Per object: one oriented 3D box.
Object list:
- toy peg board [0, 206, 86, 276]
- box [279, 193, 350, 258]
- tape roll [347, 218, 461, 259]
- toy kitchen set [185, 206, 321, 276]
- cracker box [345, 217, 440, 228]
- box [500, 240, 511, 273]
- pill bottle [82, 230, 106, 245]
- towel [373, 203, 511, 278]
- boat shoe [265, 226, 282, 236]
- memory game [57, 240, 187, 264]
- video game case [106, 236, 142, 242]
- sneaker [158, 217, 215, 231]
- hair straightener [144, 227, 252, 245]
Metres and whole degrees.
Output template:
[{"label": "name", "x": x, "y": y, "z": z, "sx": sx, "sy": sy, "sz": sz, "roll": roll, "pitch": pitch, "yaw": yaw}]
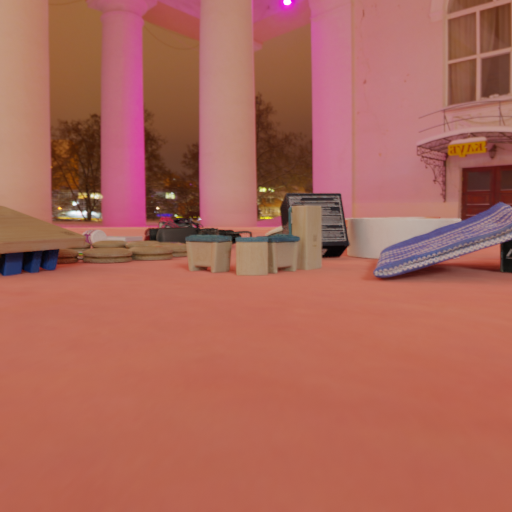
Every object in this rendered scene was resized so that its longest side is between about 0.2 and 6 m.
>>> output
[{"label": "toy peg board", "x": -3.141, "y": -0.054, "z": 6.593, "sx": 1.517, "sy": 0.745, "sz": 1.524, "roll": 19, "pitch": 12, "yaw": 23}, {"label": "box", "x": 0.909, "y": -0.474, "z": 8.887, "sx": 0.930, "sy": 0.923, "sz": 0.573, "roll": -1, "pitch": -21, "yaw": -10}, {"label": "tape roll", "x": 2.479, "y": -0.314, "z": 9.467, "sx": 1.882, "sy": 0.658, "sz": 1.882, "roll": 0, "pitch": 3, "yaw": 0}, {"label": "toy kitchen set", "x": -0.011, "y": -0.221, "z": 6.928, "sx": 1.096, "sy": 0.806, "sz": 1.368, "roll": 3, "pitch": 4, "yaw": 40}, {"label": "cracker box", "x": 2.882, "y": -0.574, "z": 12.951, "sx": 2.228, "sy": 0.643, "sz": 1.492, "roll": -3, "pitch": 4, "yaw": -16}, {"label": "box", "x": 4.392, "y": -0.053, "z": 6.429, "sx": 2.196, "sy": 0.540, "sz": 2.274, "roll": -2, "pitch": 4, "yaw": -40}, {"label": "pill bottle", "x": -3.932, "y": -0.434, "z": 13.493, "sx": 0.394, "sy": 0.394, "sz": 0.703, "roll": -3, "pitch": 4, "yaw": -42}, {"label": "towel", "x": 2.299, "y": -0.225, "z": 6.592, "sx": 1.870, "sy": 0.308, "sz": 2.583, "roll": -20, "pitch": -1, "yaw": 14}, {"label": "boat shoe", "x": 1.117, "y": -0.601, "z": 14.164, "sx": 1.915, "sy": 0.572, "sz": 0.684, "roll": -16, "pitch": 7, "yaw": 27}, {"label": "memory game", "x": -2.900, "y": -0.101, "z": 9.507, "sx": 3.648, "sy": 0.232, "sz": 3.648, "roll": 0, "pitch": 3, "yaw": 0}, {"label": "video game case", "x": -4.340, "y": -0.506, "z": 16.473, "sx": 1.640, "sy": 0.148, "sz": 1.174, "roll": 1, "pitch": 4, "yaw": 14}, {"label": "sneaker", "x": -1.532, "y": -0.562, "z": 13.181, "sx": 0.739, "sy": 0.685, "sz": 1.834, "roll": 3, "pitch": 4, "yaw": 36}, {"label": "hair straightener", "x": -1.021, "y": -0.329, "z": 12.023, "sx": 2.637, "sy": 0.540, "sz": 1.015, "roll": 3, "pitch": 2, "yaw": -41}]
